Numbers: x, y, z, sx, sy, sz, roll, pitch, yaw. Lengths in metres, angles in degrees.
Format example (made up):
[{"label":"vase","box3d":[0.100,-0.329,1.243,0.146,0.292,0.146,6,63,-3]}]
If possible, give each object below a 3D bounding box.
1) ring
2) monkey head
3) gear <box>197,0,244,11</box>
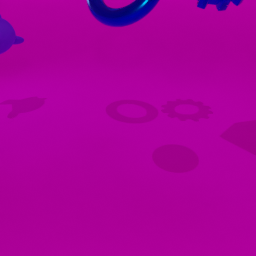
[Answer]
[{"label":"ring","box3d":[-0.061,-2.626,5.116,1.622,1.622,0.324,15,-2,27]},{"label":"monkey head","box3d":[-3.283,-2.122,6.474,1.227,1.028,1.706,-23,12,28]},{"label":"gear","box3d":[1.524,-2.793,5.035,1.468,0.272,1.468,2,70,-4]}]
